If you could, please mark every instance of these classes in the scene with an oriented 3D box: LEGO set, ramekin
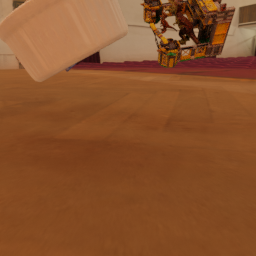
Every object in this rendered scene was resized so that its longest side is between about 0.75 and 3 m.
[{"bbox_3d":[1.527,-3.215,7.611,2.265,1.707,2.946,-3,56,0],"label":"LEGO set"},{"bbox_3d":[-1.147,-1.861,5.443,2.364,1.153,2.364,-26,16,8],"label":"ramekin"}]

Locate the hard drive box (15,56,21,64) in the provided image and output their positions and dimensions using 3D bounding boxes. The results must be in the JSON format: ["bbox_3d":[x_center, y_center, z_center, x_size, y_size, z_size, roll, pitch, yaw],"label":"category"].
[{"bbox_3d":[-3.510,-2.629,9.544,0.616,0.304,0.790,-39,-3,-24],"label":"hard drive box"}]

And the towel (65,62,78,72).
[{"bbox_3d":[-2.297,-3.802,10.968,0.310,2.608,1.915,12,49,28],"label":"towel"}]
